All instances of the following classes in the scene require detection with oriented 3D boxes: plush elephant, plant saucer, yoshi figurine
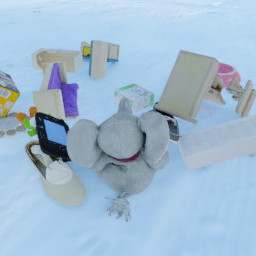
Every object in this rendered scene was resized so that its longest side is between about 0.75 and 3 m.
[{"bbox_3d":[-0.114,0.370,6.655,2.368,2.226,2.875,1,33,2],"label":"plush elephant"},{"bbox_3d":[3.984,-2.459,12.587,2.169,0.550,2.169,1,33,0],"label":"plant saucer"},{"bbox_3d":[-2.608,-0.041,8.242,1.508,0.847,0.844,44,16,20],"label":"yoshi figurine"}]

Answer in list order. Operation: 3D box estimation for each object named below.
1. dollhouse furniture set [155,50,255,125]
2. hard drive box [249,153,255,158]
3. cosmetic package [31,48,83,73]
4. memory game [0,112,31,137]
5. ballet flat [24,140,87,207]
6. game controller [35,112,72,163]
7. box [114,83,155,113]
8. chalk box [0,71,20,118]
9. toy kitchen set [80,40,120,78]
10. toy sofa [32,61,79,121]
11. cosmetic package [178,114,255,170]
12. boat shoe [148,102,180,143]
[{"bbox_3d":[2.402,-1.031,9.347,2.718,1.925,2.959,25,4,32],"label":"dollhouse furniture set"},{"bbox_3d":[3.925,0.264,8.411,1.018,0.502,1.306,-3,33,-4],"label":"hard drive box"},{"bbox_3d":[-3.435,-3.331,13.706,2.206,0.784,1.161,6,33,9],"label":"cosmetic package"},{"bbox_3d":[-4.042,-0.128,9.328,1.644,0.105,1.644,0,30,0],"label":"memory game"},{"bbox_3d":[-1.904,1.015,6.980,0.847,0.847,2.437,-25,41,-33],"label":"ballet flat"},{"bbox_3d":[-1.948,0.189,7.490,1.044,0.421,2.001,33,12,-35],"label":"game controller"},{"bbox_3d":[0.215,-1.124,10.521,1.032,0.565,1.170,-23,40,-34],"label":"box"},{"bbox_3d":[-4.653,-1.379,9.605,1.090,1.085,1.752,24,18,-49],"label":"chalk box"},{"bbox_3d":[-1.765,-3.368,13.550,2.173,1.598,2.713,10,14,15],"label":"toy kitchen set"},{"bbox_3d":[-2.573,-1.450,10.430,1.412,1.198,2.894,-5,33,-6],"label":"toy sofa"},{"bbox_3d":[2.633,0.378,7.668,2.349,0.595,0.970,-15,35,5],"label":"cosmetic package"},{"bbox_3d":[1.033,-0.265,8.390,0.823,0.701,2.462,21,13,-13],"label":"boat shoe"}]
